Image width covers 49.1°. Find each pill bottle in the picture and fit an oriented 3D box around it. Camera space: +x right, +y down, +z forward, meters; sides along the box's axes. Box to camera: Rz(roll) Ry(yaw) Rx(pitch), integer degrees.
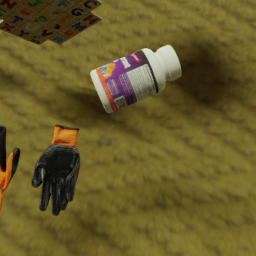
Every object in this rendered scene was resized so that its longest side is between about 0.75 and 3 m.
[{"bbox_3d":[0.149,-0.880,4.848,1.433,0.798,0.798,-23,73,-1],"label":"pill bottle"}]

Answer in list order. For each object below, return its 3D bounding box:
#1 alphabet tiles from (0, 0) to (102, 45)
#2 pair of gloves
[{"bbox_3d":[-1.896,-2.624,6.522,2.455,2.043,0.078,-15,73,37],"label":"alphabet tiles"},{"bbox_3d":[-2.028,0.821,5.612,2.158,0.267,1.923,5,91,-25],"label":"pair of gloves"}]
